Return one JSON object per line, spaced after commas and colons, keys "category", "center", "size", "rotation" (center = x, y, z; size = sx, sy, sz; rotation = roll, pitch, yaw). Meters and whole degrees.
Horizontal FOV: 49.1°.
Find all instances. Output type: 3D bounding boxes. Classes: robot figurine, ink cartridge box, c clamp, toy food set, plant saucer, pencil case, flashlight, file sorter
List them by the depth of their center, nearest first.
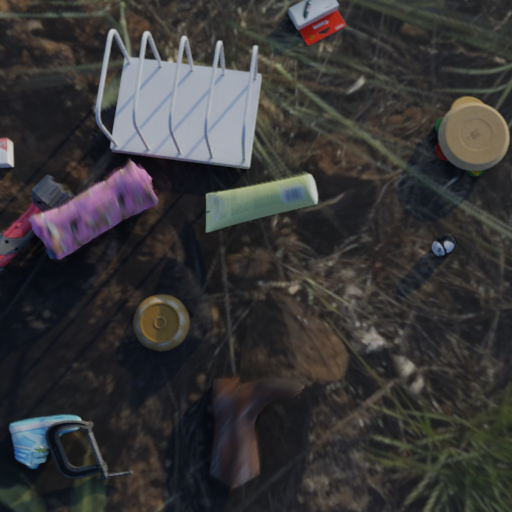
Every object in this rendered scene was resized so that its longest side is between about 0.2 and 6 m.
{"category": "c clamp", "center": [-3.351, 3.819, 11.019], "size": [1.365, 0.216, 1.597], "rotation": [-17, 111, 3]}
{"category": "file sorter", "center": [-1.495, -3.148, 11.191], "size": [2.966, 1.847, 2.058], "rotation": [7, 84, 1]}
{"category": "pencil case", "center": [-3.208, -0.932, 11.264], "size": [2.491, 1.077, 1.031], "rotation": [-30, 121, -8]}
{"category": "flashlight", "center": [-4.878, -0.616, 11.436], "size": [0.816, 0.813, 2.400], "rotation": [42, 87, -3]}
{"category": "plant saucer", "center": [-1.969, 1.378, 11.537], "size": [1.173, 0.208, 1.173], "rotation": [0, 84, 0]}
{"category": "robot figurine", "center": [3.929, -0.223, 11.634], "size": [0.547, 0.342, 0.411], "rotation": [-30, 77, -3]}
{"category": "ink cartridge box", "center": [-5.673, -2.149, 11.846], "size": [0.944, 0.319, 0.550], "rotation": [-3, 84, -2]}
{"category": "toy food set", "center": [4.550, -2.510, 11.855], "size": [1.541, 0.375, 1.526], "rotation": [40, 85, 4]}
{"category": "ink cartridge box", "center": [1.341, -5.207, 12.216], "size": [1.010, 0.220, 0.877], "rotation": [-29, 84, -3]}

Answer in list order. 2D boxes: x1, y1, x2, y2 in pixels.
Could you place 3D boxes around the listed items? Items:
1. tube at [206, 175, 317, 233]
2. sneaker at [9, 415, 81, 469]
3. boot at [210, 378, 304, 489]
{"category": "tube", "center": [0.042, -1.098, 11.224], "size": [2.328, 0.676, 0.604], "rotation": [-11, 114, 18]}
{"category": "sneaker", "center": [-4.141, 3.700, 11.128], "size": [1.447, 0.575, 0.945], "rotation": [-9, 82, 9]}
{"category": "boot", "center": [0.015, 3.478, 11.034], "size": [1.928, 0.664, 2.069], "rotation": [-3, 81, 17]}
